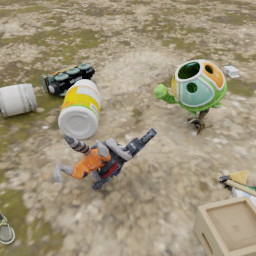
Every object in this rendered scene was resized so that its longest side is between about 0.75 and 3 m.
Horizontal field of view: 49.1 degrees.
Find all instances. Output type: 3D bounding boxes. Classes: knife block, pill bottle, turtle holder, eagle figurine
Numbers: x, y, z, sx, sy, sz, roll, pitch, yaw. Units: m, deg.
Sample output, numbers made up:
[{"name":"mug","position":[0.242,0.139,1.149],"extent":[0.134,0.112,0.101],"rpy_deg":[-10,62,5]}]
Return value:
[{"name":"knife block","position":[3.144,1.497,8.370],"extent":[0.743,0.271,0.847],"rpy_deg":[20,43,23]},{"name":"pill bottle","position":[-1.729,-0.817,10.506],"extent":[1.360,1.360,2.448],"rpy_deg":[-1,37,-1]},{"name":"turtle holder","position":[2.272,-1.595,10.124],"extent":[2.323,1.650,1.765],"rpy_deg":[15,73,41]},{"name":"eagle figurine","position":[2.655,-0.316,10.402],"extent":[0.899,0.894,1.185],"rpy_deg":[-4,47,12]}]

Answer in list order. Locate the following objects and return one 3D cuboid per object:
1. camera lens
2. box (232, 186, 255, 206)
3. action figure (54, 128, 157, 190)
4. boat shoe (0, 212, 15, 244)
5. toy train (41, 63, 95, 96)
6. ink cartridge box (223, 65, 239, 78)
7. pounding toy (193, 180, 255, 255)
[{"name":"camera lens","position":[-4.417,-1.113,11.065],"extent":[1.408,1.127,1.127],"rpy_deg":[-15,40,-19]},{"name":"box","position":[3.715,2.053,7.658],"extent":[1.434,0.261,1.035],"rpy_deg":[1,38,-1]},{"name":"action figure","position":[-0.551,0.557,7.428],"extent":[1.307,2.499,2.417],"rpy_deg":[49,11,13]},{"name":"boat shoe","position":[-3.248,2.449,7.072],"extent":[0.408,0.341,1.142],"rpy_deg":[-30,46,-33]},{"name":"toy train","position":[-2.707,-2.283,12.763],"extent":[1.435,1.073,2.518],"rpy_deg":[18,40,37]},{"name":"ink cartridge box","position":[5.208,-2.836,14.043],"extent":[0.456,0.263,0.787],"rpy_deg":[-12,39,-15]},{"name":"pounding toy","position":[2.764,2.262,6.783],"extent":[2.151,0.984,1.890],"rpy_deg":[-9,38,-12]}]
